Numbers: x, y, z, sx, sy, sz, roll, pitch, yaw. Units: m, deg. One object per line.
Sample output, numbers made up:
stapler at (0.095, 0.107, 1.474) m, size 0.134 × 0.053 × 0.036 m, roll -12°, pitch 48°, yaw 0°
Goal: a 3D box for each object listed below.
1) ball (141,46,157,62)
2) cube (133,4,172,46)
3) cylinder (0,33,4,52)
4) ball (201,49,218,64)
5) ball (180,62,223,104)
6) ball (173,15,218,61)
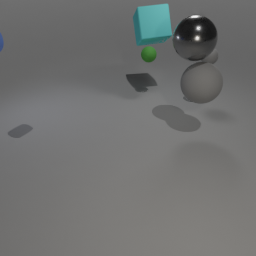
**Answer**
ball at (0.932, -3.297, 12.553) m, size 0.700 × 0.700 × 0.700 m, roll 0°, pitch 30°, yaw 0°
cube at (1.081, -4.673, 12.810) m, size 1.400 × 1.400 × 1.400 m, roll -9°, pitch 6°, yaw -6°
cylinder at (-3.752, -2.257, 7.264) m, size 0.700 × 0.700 × 0.700 m, roll 14°, pitch 27°, yaw 22°
ball at (3.270, -2.884, 11.256) m, size 0.700 × 0.700 × 0.700 m, roll 0°, pitch 30°, yaw 0°
ball at (2.486, -1.528, 9.494) m, size 1.400 × 1.400 × 1.400 m, roll 0°, pitch 30°, yaw 0°
ball at (2.132, -2.852, 8.943) m, size 1.400 × 1.400 × 1.400 m, roll 0°, pitch 30°, yaw 0°
